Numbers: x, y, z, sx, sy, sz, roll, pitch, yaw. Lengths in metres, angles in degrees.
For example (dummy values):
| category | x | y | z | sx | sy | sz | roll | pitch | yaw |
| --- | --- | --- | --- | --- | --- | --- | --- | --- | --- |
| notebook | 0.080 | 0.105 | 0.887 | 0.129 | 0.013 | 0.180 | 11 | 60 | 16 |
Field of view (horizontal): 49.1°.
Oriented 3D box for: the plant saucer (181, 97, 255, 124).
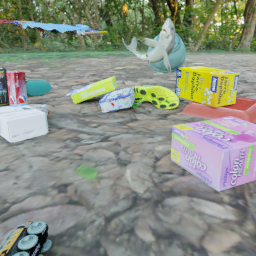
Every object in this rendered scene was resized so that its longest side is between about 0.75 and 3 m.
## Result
| category | x | y | z | sx | sy | sz | roll | pitch | yaw |
| --- | --- | --- | --- | --- | --- | --- | --- | --- | --- |
| plant saucer | 4.305 | -0.953 | 12.374 | 2.940 | 0.541 | 2.946 | 14 | 23 | 35 |

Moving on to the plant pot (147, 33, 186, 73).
| category | x | y | z | sx | sy | sz | roll | pitch | yaw |
| --- | --- | --- | --- | --- | --- | --- | --- | --- | --- |
| plant pot | 1.822 | -3.686 | 13.047 | 1.874 | 1.874 | 1.255 | 1 | -20 | 3 |

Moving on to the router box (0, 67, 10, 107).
| category | x | y | z | sx | sy | sz | roll | pitch | yaw |
| --- | --- | --- | --- | --- | --- | --- | --- | --- | --- |
| router box | -6.362 | -1.485 | 11.774 | 2.544 | 1.906 | 0.790 | -16 | 26 | -39 |

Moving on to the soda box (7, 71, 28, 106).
| category | x | y | z | sx | sy | sz | roll | pitch | yaw |
| --- | --- | --- | --- | --- | --- | --- | --- | --- | --- |
| soda box | -4.794 | -1.552 | 12.163 | 0.622 | 1.777 | 0.563 | 14 | 22 | 37 |

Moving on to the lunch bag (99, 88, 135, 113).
| category | x | y | z | sx | sy | sz | roll | pitch | yaw |
| --- | --- | --- | --- | --- | --- | --- | --- | --- | --- |
| lunch bag | -0.511 | -1.296 | 12.853 | 1.545 | 0.729 | 1.929 | -10 | 16 | 12 |

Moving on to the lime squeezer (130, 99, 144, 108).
| category | x | y | z | sx | sy | sz | roll | pitch | yaw |
| --- | --- | --- | --- | --- | --- | --- | --- | --- | --- |
| lime squeezer | 0.314 | -1.104 | 13.042 | 1.122 | 0.212 | 0.396 | -3 | 34 | 51 |

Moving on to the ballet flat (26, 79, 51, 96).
| category | x | y | z | sx | sy | sz | roll | pitch | yaw |
| --- | --- | --- | --- | --- | --- | --- | --- | --- | --- |
| ballet flat | -5.660 | -2.200 | 15.153 | 2.887 | 0.972 | 1.016 | -16 | 34 | -35 |

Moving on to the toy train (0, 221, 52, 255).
| category | x | y | z | sx | sy | sz | roll | pitch | yaw |
| --- | --- | --- | --- | --- | --- | --- | --- | --- | --- |
| toy train | -1.673 | 1.909 | 4.259 | 0.729 | 0.545 | 1.279 | -7 | 19 | 7 |

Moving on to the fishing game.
| category | x | y | z | sx | sy | sz | roll | pitch | yaw |
| --- | --- | --- | --- | --- | --- | --- | --- | --- | --- |
| fishing game | -1.837 | -2.498 | 7.199 | 2.469 | 0.384 | 1.768 | 13 | 23 | 17 |

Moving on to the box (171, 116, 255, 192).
| category | x | y | z | sx | sy | sz | roll | pitch | yaw |
| --- | --- | --- | --- | --- | --- | --- | --- | --- | --- |
| box | 2.556 | 0.532 | 7.327 | 2.155 | 1.042 | 1.895 | -10 | 22 | -24 |

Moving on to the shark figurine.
| category | x | y | z | sx | sy | sz | roll | pitch | yaw |
| --- | --- | --- | --- | --- | --- | --- | --- | --- | --- |
| shark figurine | 1.149 | -3.089 | 10.964 | 1.267 | 1.814 | 3.036 | -33 | 19 | -26 |

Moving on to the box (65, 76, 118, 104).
| category | x | y | z | sx | sy | sz | roll | pitch | yaw |
| --- | --- | --- | --- | --- | --- | --- | --- | --- | --- |
| box | -1.790 | -1.889 | 14.109 | 2.426 | 0.578 | 1.479 | -18 | 16 | 9 |

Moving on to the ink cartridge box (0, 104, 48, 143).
| category | x | y | z | sx | sy | sz | roll | pitch | yaw |
| --- | --- | --- | --- | --- | --- | --- | --- | --- | --- |
| ink cartridge box | -3.898 | -0.237 | 9.918 | 1.366 | 0.801 | 1.866 | -17 | 24 | -40 |

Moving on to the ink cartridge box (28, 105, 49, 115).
| category | x | y | z | sx | sy | sz | roll | pitch | yaw |
| --- | --- | --- | --- | --- | --- | --- | --- | --- | --- |
| ink cartridge box | -4.006 | -0.727 | 11.821 | 1.089 | 0.457 | 0.956 | 1 | 18 | 5 |

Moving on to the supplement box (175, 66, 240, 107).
| category | x | y | z | sx | sy | sz | roll | pitch | yaw |
| --- | --- | --- | --- | --- | --- | --- | --- | --- | --- |
| supplement box | 3.347 | -1.873 | 12.180 | 1.335 | 1.327 | 2.437 | -12 | 23 | -31 |

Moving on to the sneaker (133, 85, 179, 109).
| category | x | y | z | sx | sy | sz | roll | pitch | yaw |
| --- | --- | --- | --- | --- | --- | --- | --- | --- | --- |
| sneaker | 1.384 | -1.649 | 13.543 | 1.199 | 1.063 | 2.870 | -21 | 27 | -37 |
